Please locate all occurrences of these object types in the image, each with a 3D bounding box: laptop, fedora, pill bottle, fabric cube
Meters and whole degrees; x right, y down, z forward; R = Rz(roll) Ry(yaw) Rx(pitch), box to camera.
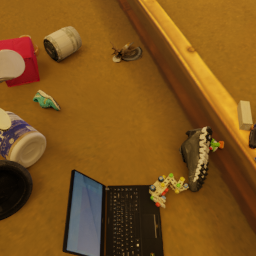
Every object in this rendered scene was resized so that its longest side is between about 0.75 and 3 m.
[{"bbox_3d":[-0.307,2.411,7.865,2.583,1.334,2.289,-1,54,-1],"label":"laptop"},{"bbox_3d":[-3.974,1.737,8.385,2.097,2.097,0.958,-25,27,-18],"label":"fedora"},{"bbox_3d":[-4.014,0.235,9.486,2.256,1.350,1.350,32,59,22],"label":"pill bottle"},{"bbox_3d":[-4.579,-2.776,11.741,1.401,1.374,1.396,-13,54,-10],"label":"fabric cube"}]

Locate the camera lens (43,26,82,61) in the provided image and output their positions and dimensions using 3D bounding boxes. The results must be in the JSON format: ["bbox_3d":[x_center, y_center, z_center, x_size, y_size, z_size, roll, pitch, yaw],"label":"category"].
[{"bbox_3d":[-2.972,-3.796,12.639,1.158,1.158,1.448,38,61,25],"label":"camera lens"}]

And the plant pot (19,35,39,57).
[{"bbox_3d":[-4.607,-3.735,12.800,0.905,0.828,0.905,0,53,0],"label":"plant pot"}]

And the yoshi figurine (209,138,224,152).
[{"bbox_3d":[2.887,0.481,9.888,0.892,0.502,0.500,4,37,6],"label":"yoshi figurine"}]

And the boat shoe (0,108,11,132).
[{"bbox_3d":[-3.305,-0.301,6.789,1.258,0.376,0.450,37,47,13],"label":"boat shoe"}]

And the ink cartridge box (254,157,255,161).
[{"bbox_3d":[5.844,0.940,9.409,2.799,0.549,1.392,-22,61,-14],"label":"ink cartridge box"}]

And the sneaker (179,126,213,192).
[{"bbox_3d":[2.160,0.998,9.340,1.021,0.750,2.258,1,65,34],"label":"sneaker"}]

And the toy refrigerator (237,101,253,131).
[{"bbox_3d":[4.426,-0.474,10.603,0.391,0.424,1.117,7,53,5],"label":"toy refrigerator"}]

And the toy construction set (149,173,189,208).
[{"bbox_3d":[1.169,1.917,8.590,0.876,0.615,1.336,36,48,25],"label":"toy construction set"}]

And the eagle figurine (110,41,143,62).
[{"bbox_3d":[-0.085,-3.525,12.792,1.270,0.958,0.964,-8,92,-43],"label":"eagle figurine"}]

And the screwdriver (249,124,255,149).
[{"bbox_3d":[4.843,-0.240,10.534,0.354,0.369,2.538,19,52,13],"label":"screwdriver"}]

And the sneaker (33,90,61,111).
[{"bbox_3d":[-3.185,-0.981,11.022,1.367,0.530,0.544,29,74,28],"label":"sneaker"}]

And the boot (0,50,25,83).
[{"bbox_3d":[-3.865,-1.503,7.542,1.030,0.830,2.280,-10,19,23],"label":"boot"}]
